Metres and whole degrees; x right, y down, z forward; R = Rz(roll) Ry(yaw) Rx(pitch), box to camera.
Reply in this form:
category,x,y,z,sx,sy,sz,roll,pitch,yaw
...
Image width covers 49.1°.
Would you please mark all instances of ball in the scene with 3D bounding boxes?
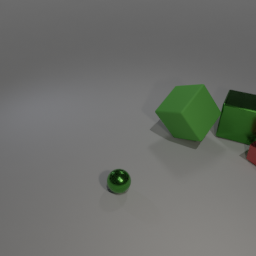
category,x,y,z,sx,sy,sz,roll,pitch,yaw
ball,-0.259,1.522,8.055,0.700,0.700,0.700,0,32,0

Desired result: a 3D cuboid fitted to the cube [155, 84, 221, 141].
category,x,y,z,sx,sy,sz,roll,pitch,yaw
cube,2.121,-0.552,9.900,1.400,1.400,1.400,-50,28,-19

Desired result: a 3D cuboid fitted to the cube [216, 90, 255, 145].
category,x,y,z,sx,sy,sz,roll,pitch,yaw
cube,4.231,-0.419,10.444,1.400,1.400,1.400,16,35,21

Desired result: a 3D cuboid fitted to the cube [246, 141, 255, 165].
category,x,y,z,sx,sy,sz,roll,pitch,yaw
cube,4.398,0.808,9.052,0.700,0.700,0.700,-26,45,-21
